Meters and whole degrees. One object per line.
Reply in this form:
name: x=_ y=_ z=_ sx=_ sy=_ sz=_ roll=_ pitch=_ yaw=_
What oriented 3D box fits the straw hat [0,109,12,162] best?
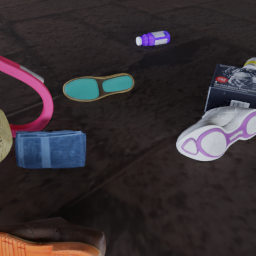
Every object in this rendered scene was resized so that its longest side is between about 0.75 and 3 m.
straw hat: x=-3.052 y=0.219 z=5.610 sx=2.888 sy=2.888 sz=1.222 roll=19 pitch=15 yaw=23

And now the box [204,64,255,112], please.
box: x=3.239 y=-1.034 z=8.101 sx=1.695 sy=0.883 sz=1.544 roll=14 pitch=40 yaw=16

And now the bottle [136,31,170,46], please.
bottle: x=1.066 y=-3.812 z=11.984 sx=1.431 sy=0.467 sz=0.598 roll=-15 pitch=43 yaw=-19

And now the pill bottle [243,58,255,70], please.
pill bottle: x=4.347 y=-2.134 z=9.837 sx=0.493 sy=0.493 sz=0.877 roll=20 pitch=42 yaw=24

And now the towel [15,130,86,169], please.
towel: x=-1.718 y=0.482 z=6.278 sx=1.530 sy=0.854 sz=0.371 roll=-1 pitch=2 yaw=-4

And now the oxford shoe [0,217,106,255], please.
oxford shoe: x=-1.533 y=1.921 z=4.614 sx=2.371 sy=0.845 sz=0.864 roll=8 pitch=19 yaw=4

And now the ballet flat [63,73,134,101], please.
ballet flat: x=-0.911 y=-1.260 z=8.735 sx=2.194 sy=0.753 sz=0.692 roll=-8 pitch=11 yaw=-13

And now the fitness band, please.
fitness band: x=-2.877 y=-0.681 z=6.396 sx=2.353 sy=1.690 sz=0.440 roll=27 pitch=15 yaw=-29

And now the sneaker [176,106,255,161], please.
sneaker: x=2.116 y=0.073 z=6.947 sx=2.423 sy=0.907 sz=1.207 roll=-18 pitch=24 yaw=-22
